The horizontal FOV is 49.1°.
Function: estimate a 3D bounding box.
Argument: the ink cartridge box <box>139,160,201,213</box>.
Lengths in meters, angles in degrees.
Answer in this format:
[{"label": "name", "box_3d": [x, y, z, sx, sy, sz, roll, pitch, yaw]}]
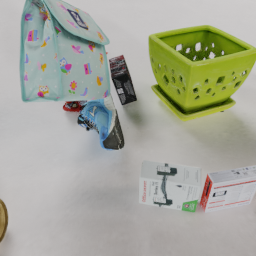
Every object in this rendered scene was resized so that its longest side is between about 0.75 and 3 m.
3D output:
[{"label": "ink cartridge box", "box_3d": [0.972, 1.392, 6.699, 1.400, 1.026, 0.582, 7, 39, 10]}]

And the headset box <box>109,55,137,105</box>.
[{"label": "headset box", "box_3d": [-0.215, -1.874, 10.572, 0.632, 1.252, 1.684, -17, 38, 6]}]

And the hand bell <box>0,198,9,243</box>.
[{"label": "hand bell", "box_3d": [-3.832, 2.128, 6.110, 2.041, 1.063, 1.063, -8, 37, 11]}]

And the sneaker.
[{"label": "sneaker", "box_3d": [-0.895, -0.108, 8.696, 1.285, 1.120, 2.857, -16, 29, -4]}]

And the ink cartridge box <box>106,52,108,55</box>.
[{"label": "ink cartridge box", "box_3d": [-1.656, -3.622, 13.670, 1.036, 0.320, 1.277, 12, 42, 15]}]

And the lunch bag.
[{"label": "lunch bag", "box_3d": [-1.756, -2.210, 8.067, 1.751, 2.872, 2.447, 1, 6, 28]}]

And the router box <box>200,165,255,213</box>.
[{"label": "router box", "box_3d": [2.384, 1.444, 6.568, 1.231, 1.105, 0.301, -7, 39, -10]}]

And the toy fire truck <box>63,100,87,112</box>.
[{"label": "toy fire truck", "box_3d": [-1.904, -0.890, 10.103, 0.749, 0.500, 0.892, 19, 40, -5]}]

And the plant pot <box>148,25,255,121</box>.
[{"label": "plant pot", "box_3d": [2.352, -1.854, 9.709, 2.646, 2.413, 2.660, -15, 41, -20]}]
